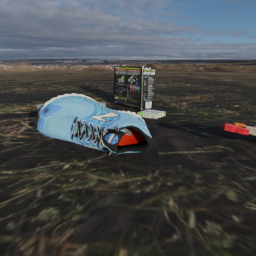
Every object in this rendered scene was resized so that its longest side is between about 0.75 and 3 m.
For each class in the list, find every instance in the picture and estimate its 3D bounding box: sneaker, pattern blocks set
[{"bbox_3d":[-0.536,-0.007,5.484,2.456,0.962,1.104,7,19,-26],"label":"sneaker"},{"bbox_3d":[3.404,0.152,6.513,2.017,0.186,2.295,19,12,35],"label":"pattern blocks set"}]

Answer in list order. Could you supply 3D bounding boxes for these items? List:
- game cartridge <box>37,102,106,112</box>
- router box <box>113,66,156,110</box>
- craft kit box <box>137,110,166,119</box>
[{"bbox_3d":[-2.206,-0.800,11.067,2.310,0.443,1.497,5,11,23],"label":"game cartridge"},{"bbox_3d":[0.224,-1.846,12.351,0.732,1.765,2.355,-7,16,-33],"label":"router box"},{"bbox_3d":[0.878,-0.524,10.395,0.789,0.191,0.779,9,13,34],"label":"craft kit box"}]
